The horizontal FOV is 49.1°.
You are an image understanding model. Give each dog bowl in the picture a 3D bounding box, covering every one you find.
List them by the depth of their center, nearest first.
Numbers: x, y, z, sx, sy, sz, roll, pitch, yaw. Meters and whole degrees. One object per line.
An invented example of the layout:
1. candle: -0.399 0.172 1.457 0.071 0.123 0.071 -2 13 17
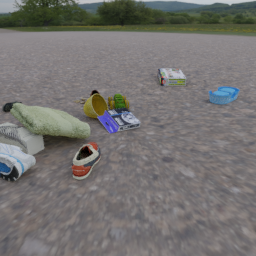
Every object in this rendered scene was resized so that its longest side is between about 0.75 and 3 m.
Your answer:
1. dog bowl: 4.039 -1.377 11.804 0.907 0.404 1.628 21 32 39

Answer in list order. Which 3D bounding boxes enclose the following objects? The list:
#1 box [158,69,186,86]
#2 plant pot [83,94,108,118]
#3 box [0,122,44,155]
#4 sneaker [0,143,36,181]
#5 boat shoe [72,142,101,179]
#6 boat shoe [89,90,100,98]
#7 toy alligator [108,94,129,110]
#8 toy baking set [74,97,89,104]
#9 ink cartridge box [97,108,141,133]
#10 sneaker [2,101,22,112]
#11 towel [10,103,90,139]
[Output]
1. box: 2.286 -2.742 14.922 1.275 0.402 2.318 1 24 2
2. plant pot: -1.214 -0.701 9.895 0.612 0.862 0.862 -20 11 33
3. box: -3.090 0.299 7.812 1.498 0.512 0.616 13 27 28
4. sneaker: -3.106 0.678 6.877 1.955 0.733 0.847 20 23 22
5. boat shoe: -1.032 0.680 6.986 0.549 0.483 1.543 2 22 8
6. boat shoe: -1.268 -1.060 10.909 0.549 0.549 1.561 -5 25 -12
7. toy alligator: -0.305 -0.927 10.621 0.708 0.513 2.135 -5 24 -11
8. toy baking set: -1.915 -1.200 11.758 0.656 0.099 0.855 2 23 6
9. ink cartridge box: -0.319 -0.279 9.296 1.103 0.239 1.093 -13 37 -25
10. sneaker: -4.331 -0.819 10.615 0.485 0.324 0.846 3 17 24
11. towel: -2.384 -0.270 8.474 1.869 0.460 2.520 7 13 -37
